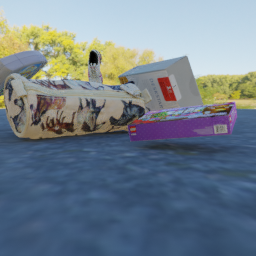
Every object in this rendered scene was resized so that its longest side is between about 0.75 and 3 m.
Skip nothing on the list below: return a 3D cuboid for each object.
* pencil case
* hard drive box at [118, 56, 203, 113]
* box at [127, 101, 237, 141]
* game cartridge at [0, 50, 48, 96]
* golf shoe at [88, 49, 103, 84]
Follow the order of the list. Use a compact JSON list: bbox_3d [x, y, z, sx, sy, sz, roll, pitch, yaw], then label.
[{"bbox_3d":[-0.977,-0.461,5.737,2.958,1.151,1.323,-3,-34,-40],"label":"pencil case"},{"bbox_3d":[0.864,-0.898,7.585,0.822,1.669,2.141,-33,20,-27],"label":"hard drive box"},{"bbox_3d":[0.854,-0.109,4.293,1.463,0.286,1.001,-5,12,26],"label":"box"},{"bbox_3d":[-2.422,-1.156,5.981,1.222,0.371,1.832,-40,9,18],"label":"game cartridge"},{"bbox_3d":[-1.032,-1.722,8.407,0.445,1.227,0.565,-2,6,11],"label":"golf shoe"}]
